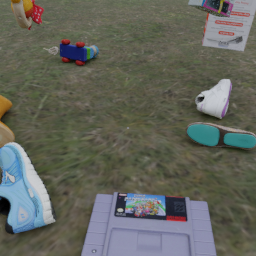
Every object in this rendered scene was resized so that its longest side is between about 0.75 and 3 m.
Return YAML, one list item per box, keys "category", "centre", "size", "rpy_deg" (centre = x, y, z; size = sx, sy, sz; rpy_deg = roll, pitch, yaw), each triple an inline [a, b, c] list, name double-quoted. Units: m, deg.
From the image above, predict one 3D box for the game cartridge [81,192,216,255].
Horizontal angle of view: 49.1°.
- category: "game cartridge"
  centre: [0.452, 2.112, 5.871]
  size: [2.560, 0.491, 1.659]
  rpy_deg: [3, 38, 4]

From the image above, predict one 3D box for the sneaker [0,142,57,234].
- category: "sneaker"
  centre: [-2.735, 1.308, 6.523]
  size: [1.232, 1.074, 2.740]
  rpy_deg: [-23, 40, -26]

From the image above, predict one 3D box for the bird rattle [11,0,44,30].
- category: "bird rattle"
  centre: [-3.290, -3.832, 8.682]
  size: [1.138, 2.020, 1.647]
  rpy_deg: [5, 53, -10]

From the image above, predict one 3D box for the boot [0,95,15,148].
- category: "boot"
  centre: [-4.447, -0.459, 9.261]
  size: [2.908, 1.023, 2.082]
  rpy_deg: [20, 26, 11]

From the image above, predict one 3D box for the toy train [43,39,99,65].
- category: "toy train"
  centre: [-2.953, -4.128, 14.760]
  size: [2.614, 1.106, 1.512]
  rpy_deg: [17, 27, 24]

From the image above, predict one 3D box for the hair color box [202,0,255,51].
- category: "hair color box"
  centre: [3.652, -4.258, 9.886]
  size: [1.530, 2.759, 0.882]
  rpy_deg: [10, 30, 7]

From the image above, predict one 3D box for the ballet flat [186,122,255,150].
- category: "ballet flat"
  centre: [2.816, 0.241, 8.588]
  size: [2.092, 0.712, 0.703]
  rpy_deg: [14, 15, 11]

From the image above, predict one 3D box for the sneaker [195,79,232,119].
- category: "sneaker"
  centre: [3.215, -1.256, 10.496]
  size: [1.179, 0.886, 2.366]
  rpy_deg: [13, 36, 18]

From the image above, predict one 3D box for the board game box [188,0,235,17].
- category: "board game box"
  centre: [2.325, -3.634, 7.438]
  size: [1.431, 1.056, 0.460]
  rpy_deg: [-4, 25, -40]
